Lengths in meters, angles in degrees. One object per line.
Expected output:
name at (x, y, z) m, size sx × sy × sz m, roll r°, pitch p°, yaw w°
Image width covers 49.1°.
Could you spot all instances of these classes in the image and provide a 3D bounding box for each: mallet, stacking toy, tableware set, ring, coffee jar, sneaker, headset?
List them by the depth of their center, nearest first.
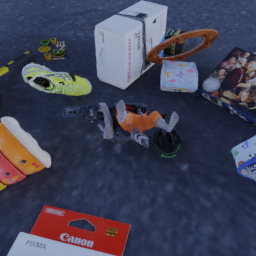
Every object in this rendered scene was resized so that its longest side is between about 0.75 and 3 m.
stacking toy at (-2.764, 0.867, 5.868) m, size 1.977 × 1.445 × 1.445 m, roll -44°, pitch 56°, yaw -14°
headset at (0.949, 0.178, 6.868) m, size 0.692 × 0.527 × 1.121 m, roll -1°, pitch 54°, yaw -2°
sneaker at (-1.949, -1.191, 7.827) m, size 1.949 × 0.735 × 0.745 m, roll 8°, pitch 36°, yaw -26°
ring at (1.660, -2.420, 8.664) m, size 2.249 × 2.249 × 0.216 m, roll -14°, pitch 84°, yaw -15°
mallet at (-3.922, -1.826, 9.075) m, size 0.983 × 0.614 × 2.985 m, roll 19°, pitch 42°, yaw 20°
coffee jar at (1.337, -3.292, 10.435) m, size 1.771 × 0.756 × 0.924 m, roll 16°, pitch 45°, yaw 16°
tableware set at (-2.877, -2.993, 10.506) m, size 1.002 × 0.228 × 1.488 m, roll -6°, pitch 44°, yaw -6°

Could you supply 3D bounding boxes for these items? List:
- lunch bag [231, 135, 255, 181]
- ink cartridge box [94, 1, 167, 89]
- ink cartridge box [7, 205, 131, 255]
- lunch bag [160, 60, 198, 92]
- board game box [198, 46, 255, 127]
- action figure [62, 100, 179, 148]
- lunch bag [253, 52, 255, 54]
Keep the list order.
lunch bag at (2.970, 0.564, 5.446) m, size 1.709 × 1.370 × 0.646 m, roll 20°, pitch 49°, yaw -32°
ink cartridge box at (0.158, -2.708, 8.995) m, size 1.072 × 1.841 × 2.547 m, roll 24°, pitch 48°, yaw 24°
ink cartridge box at (-1.012, 2.130, 4.861) m, size 1.880 × 0.409 × 1.632 m, roll 10°, pitch 45°, yaw 10°
lunch bag at (1.517, -1.499, 8.495) m, size 1.071 × 0.803 × 1.263 m, roll 4°, pitch 33°, yaw 2°
board game box at (3.589, -1.034, 7.706) m, size 2.713 × 0.469 × 1.838 m, roll 36°, pitch 78°, yaw 33°
action figure at (-0.265, -0.047, 6.182) m, size 2.191 × 2.120 × 1.146 m, roll -4°, pitch 84°, yaw -22°
lunch bag at (4.198, -1.633, 8.704) m, size 1.420 × 0.683 × 1.771 m, roll -26°, pitch 49°, yaw -25°
